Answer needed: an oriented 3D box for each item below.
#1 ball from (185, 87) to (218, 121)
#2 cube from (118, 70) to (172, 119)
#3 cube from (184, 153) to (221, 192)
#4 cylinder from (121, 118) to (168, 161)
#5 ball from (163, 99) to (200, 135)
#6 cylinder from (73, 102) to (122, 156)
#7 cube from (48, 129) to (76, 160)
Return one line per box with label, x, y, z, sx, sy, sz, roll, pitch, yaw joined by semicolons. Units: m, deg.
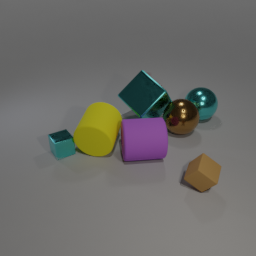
ball;3.056;-1.015;11.796;1.400;1.400;1.400;0;31;0
cube;0.716;-1.149;11.153;1.400;1.400;1.400;-46;67;4
cube;2.180;1.307;8.182;0.700;0.700;0.700;36;47;-5
cylinder;0.511;0.378;9.492;1.400;1.400;1.400;-3;31;-6
ball;2.056;-0.434;10.844;1.400;1.400;1.400;0;31;0
cylinder;-1.032;0.038;9.864;1.400;1.400;1.400;6;41;10
cube;-2.325;0.572;9.853;0.700;0.700;0.700;-19;36;-28
